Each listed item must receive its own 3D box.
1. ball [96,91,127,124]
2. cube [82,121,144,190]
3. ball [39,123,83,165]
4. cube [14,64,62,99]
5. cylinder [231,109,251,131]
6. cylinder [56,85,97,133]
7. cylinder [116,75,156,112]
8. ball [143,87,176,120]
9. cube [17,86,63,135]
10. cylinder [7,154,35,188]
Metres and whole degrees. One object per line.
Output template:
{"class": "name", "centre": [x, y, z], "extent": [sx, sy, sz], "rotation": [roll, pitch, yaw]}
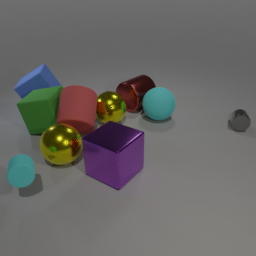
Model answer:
{"class": "ball", "centre": [-0.755, -0.844, 11.690], "extent": [1.400, 1.400, 1.400], "rotation": [0, 30, 0]}
{"class": "cube", "centre": [-0.431, 0.804, 8.847], "extent": [1.400, 1.400, 1.400], "rotation": [19, 35, 30]}
{"class": "ball", "centre": [-2.222, 0.534, 9.340], "extent": [1.400, 1.400, 1.400], "rotation": [0, 30, 0]}
{"class": "cube", "centre": [-3.962, -1.792, 12.589], "extent": [1.400, 1.400, 1.400], "rotation": [-30, 28, 9]}
{"class": "cylinder", "centre": [4.588, -0.332, 11.425], "extent": [0.700, 0.700, 0.700], "rotation": [7, 24, 12]}
{"class": "cylinder", "centre": [-1.916, -0.680, 10.607], "extent": [1.400, 1.400, 1.400], "rotation": [2, 69, 3]}
{"class": "cylinder", "centre": [0.382, -1.630, 13.035], "extent": [1.400, 1.400, 1.400], "rotation": [23, 38, 34]}
{"class": "ball", "centre": [1.321, -1.037, 11.955], "extent": [1.400, 1.400, 1.400], "rotation": [0, 30, 0]}
{"class": "cube", "centre": [-3.266, -0.718, 11.212], "extent": [1.400, 1.400, 1.400], "rotation": [-6, 28, 16]}
{"class": "cylinder", "centre": [-2.953, 1.177, 7.745], "extent": [0.700, 0.700, 0.700], "rotation": [-10, 22, -17]}
